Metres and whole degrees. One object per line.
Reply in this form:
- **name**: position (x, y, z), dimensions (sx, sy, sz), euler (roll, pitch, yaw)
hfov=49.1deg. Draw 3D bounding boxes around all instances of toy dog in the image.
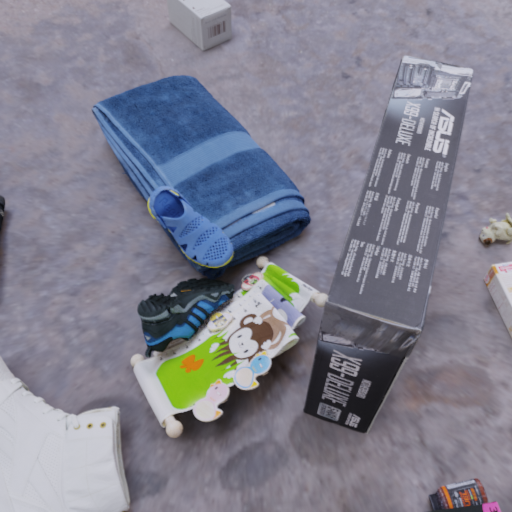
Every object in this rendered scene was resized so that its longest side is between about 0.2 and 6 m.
- **toy dog**: position (4.189, -0.419, 9.767), dimensions (0.578, 0.560, 0.403), euler (-18, 41, 8)

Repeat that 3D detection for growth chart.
- **growth chart**: position (-0.394, 1.193, 8.206), dimensions (3.084, 0.273, 2.231), euler (-37, 32, -21)

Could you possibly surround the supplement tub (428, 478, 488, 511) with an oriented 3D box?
- **supplement tub**: position (2.626, 3.167, 7.307), dimensions (0.692, 0.370, 0.370), euler (-17, 56, 4)

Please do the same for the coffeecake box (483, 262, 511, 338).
- **coffeecake box**: position (4.391, 0.692, 8.976), dimensions (0.955, 0.455, 1.244), euler (-8, 56, -6)

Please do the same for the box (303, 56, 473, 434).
- **box**: position (1.795, -0.118, 7.812), dimensions (1.044, 3.308, 4.194), euler (16, 57, 11)

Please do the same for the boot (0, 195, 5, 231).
- **boot**: position (-5.190, -0.054, 9.412), dimensions (1.739, 0.693, 2.110), euler (-7, 60, -3)

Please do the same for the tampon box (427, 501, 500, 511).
- **tampon box**: position (2.163, 3.622, 6.511), dimensions (1.488, 0.939, 1.115), euler (-2, 55, -13)

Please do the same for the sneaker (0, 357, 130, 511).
- **sneaker**: position (-2.796, 2.270, 7.586), dimensions (1.806, 1.151, 3.124), euler (-23, 68, -17)

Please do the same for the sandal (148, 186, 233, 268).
- **sandal**: position (-1.062, -0.468, 8.492), dimensions (1.719, 0.748, 0.683), euler (38, 80, 12)

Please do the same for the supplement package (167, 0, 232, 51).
- **supplement package**: position (-1.332, -5.633, 13.038), dimensions (0.866, 0.869, 1.481), euler (-33, 62, -20)

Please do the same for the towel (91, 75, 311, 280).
- **towel**: position (-1.067, -1.689, 10.242), dimensions (2.408, 1.047, 4.314), euler (-28, 60, -19)

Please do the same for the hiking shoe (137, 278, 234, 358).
- **hiking shoe**: position (-1.049, 0.856, 8.530), dimensions (0.679, 0.791, 1.826), euler (16, 23, 39)
